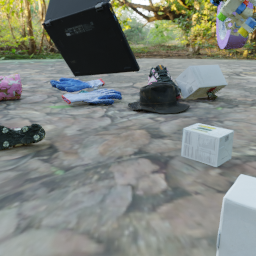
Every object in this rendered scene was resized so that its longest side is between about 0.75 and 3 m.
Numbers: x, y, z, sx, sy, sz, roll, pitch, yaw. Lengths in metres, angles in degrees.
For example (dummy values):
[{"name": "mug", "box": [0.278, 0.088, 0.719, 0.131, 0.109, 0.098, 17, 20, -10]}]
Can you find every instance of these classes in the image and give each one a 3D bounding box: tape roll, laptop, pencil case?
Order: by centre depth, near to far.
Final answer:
[{"name": "laptop", "box": [-0.853, -3.000, 7.417, 2.594, 2.771, 1.606, 6, 46, 42]}, {"name": "tape roll", "box": [2.955, -3.083, 7.896, 0.540, 1.647, 1.647, 0, 16, 4]}, {"name": "pencil case", "box": [-5.480, -1.575, 10.951, 2.493, 1.032, 1.078, -8, 13, -23]}]

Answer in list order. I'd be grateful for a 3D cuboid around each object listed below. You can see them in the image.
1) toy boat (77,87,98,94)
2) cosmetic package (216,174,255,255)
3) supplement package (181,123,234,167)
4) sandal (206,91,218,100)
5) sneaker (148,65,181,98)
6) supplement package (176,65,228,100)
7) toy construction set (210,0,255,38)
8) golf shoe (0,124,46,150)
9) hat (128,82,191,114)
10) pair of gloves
[{"name": "toy boat", "box": [-1.628, -1.400, 11.384, 0.923, 0.429, 0.776, -12, 20, -32]}, {"name": "cosmetic package", "box": [1.592, 1.061, 2.272, 1.596, 0.901, 0.648, 15, 22, 35]}, {"name": "supplement package", "box": [1.513, 0.302, 5.365, 0.767, 0.578, 0.582, 16, 23, 42]}, {"name": "sandal", "box": [3.375, -1.256, 11.247, 0.368, 0.264, 0.926, 37, 15, 27]}, {"name": "sneaker", "box": [1.362, -2.009, 11.935, 1.205, 1.295, 3.000, -5, 18, -13]}, {"name": "supplement package", "box": [2.989, -1.870, 11.364, 1.654, 0.990, 1.003, -10, -18, -31]}, {"name": "toy construction set", "box": [1.676, -1.764, 4.139, 0.938, 0.659, 1.430, 37, 22, -1]}, {"name": "golf shoe", "box": [-2.464, 0.218, 6.068, 1.348, 0.520, 0.594, -3, -8, -6]}, {"name": "hat", "box": [1.067, -1.136, 9.729, 2.199, 0.887, 2.199, 0, 15, 0]}, {"name": "pair of gloves", "box": [-1.646, -1.517, 11.051, 2.349, 0.333, 2.922, -10, 30, -30]}]
